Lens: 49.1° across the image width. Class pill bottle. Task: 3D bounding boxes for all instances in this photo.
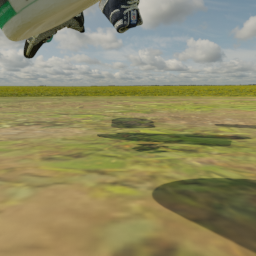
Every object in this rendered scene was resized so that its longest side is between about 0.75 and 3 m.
[{"bbox_3d":[-1.183,-2.184,2.586,1.353,2.393,1.353,-25,20,10],"label":"pill bottle"}]

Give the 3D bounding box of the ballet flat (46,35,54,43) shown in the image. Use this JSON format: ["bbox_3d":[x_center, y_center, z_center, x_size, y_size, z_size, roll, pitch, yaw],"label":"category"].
[{"bbox_3d":[-3.076,-3.469,9.263,1.070,1.070,2.882,-1,8,-8],"label":"ballet flat"}]

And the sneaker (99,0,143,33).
[{"bbox_3d":[0.120,-3.766,7.957,0.844,1.306,2.408,-25,-9,-38],"label":"sneaker"}]

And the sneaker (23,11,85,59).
[{"bbox_3d":[-1.565,-2.235,6.331,1.099,1.903,0.714,21,27,-28],"label":"sneaker"}]
